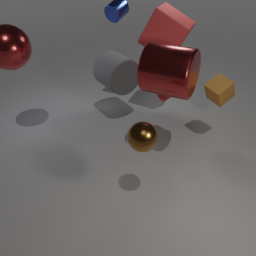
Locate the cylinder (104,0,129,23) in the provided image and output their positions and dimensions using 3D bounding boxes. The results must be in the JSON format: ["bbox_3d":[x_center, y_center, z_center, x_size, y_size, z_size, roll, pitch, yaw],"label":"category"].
[{"bbox_3d":[-0.427,-4.484,10.641,0.700,0.700,0.700,22,58,30],"label":"cylinder"}]

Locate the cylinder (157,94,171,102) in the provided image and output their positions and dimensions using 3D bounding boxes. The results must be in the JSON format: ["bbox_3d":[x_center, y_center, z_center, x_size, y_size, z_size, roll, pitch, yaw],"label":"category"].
[{"bbox_3d":[1.250,-1.304,8.958,0.700,0.700,0.700,-29,27,19],"label":"cylinder"}]

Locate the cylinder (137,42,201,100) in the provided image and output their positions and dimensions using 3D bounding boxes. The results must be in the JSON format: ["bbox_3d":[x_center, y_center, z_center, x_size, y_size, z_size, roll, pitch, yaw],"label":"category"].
[{"bbox_3d":[1.160,-1.593,7.825,1.400,1.400,1.400,15,35,22],"label":"cylinder"}]

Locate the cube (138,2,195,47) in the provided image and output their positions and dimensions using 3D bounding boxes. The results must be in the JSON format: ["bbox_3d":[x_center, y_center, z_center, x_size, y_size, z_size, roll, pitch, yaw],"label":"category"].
[{"bbox_3d":[1.444,-3.564,10.406,1.400,1.400,1.400,34,37,0],"label":"cube"}]

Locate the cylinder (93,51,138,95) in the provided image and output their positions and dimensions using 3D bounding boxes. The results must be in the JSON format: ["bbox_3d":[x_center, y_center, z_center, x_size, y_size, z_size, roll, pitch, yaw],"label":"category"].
[{"bbox_3d":[-0.451,-2.175,11.004,1.400,1.400,1.400,-20,37,-28],"label":"cylinder"}]

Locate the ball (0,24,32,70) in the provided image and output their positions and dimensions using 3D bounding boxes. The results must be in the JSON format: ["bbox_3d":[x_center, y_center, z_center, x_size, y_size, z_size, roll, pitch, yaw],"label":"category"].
[{"bbox_3d":[-3.771,-2.535,8.833,1.400,1.400,1.400,0,32,0],"label":"ball"}]

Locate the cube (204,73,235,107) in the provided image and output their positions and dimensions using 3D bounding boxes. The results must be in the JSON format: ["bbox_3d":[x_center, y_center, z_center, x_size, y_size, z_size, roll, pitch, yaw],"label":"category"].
[{"bbox_3d":[3.118,-1.290,9.527,0.700,0.700,0.700,-39,51,-5],"label":"cube"}]

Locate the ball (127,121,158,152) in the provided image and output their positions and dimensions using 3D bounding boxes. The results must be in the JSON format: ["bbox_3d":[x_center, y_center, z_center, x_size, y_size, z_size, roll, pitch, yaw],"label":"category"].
[{"bbox_3d":[0.331,0.202,6.333,0.700,0.700,0.700,0,32,0],"label":"ball"}]
